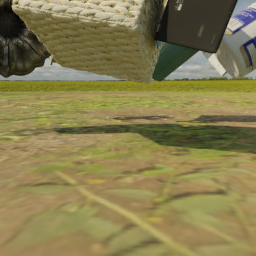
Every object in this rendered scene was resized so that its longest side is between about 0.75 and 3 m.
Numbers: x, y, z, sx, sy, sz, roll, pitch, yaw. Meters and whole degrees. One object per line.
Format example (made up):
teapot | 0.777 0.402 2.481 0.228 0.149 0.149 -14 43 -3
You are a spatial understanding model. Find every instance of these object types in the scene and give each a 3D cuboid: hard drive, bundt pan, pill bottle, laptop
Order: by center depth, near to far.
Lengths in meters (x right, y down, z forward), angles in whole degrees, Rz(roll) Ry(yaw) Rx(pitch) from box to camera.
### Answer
laptop | 1.313 -2.322 5.171 1.979 1.853 1.147 28 14 38
pill bottle | 3.443 -2.458 7.022 2.393 1.432 1.432 -32 6 7
bundt pan | -3.209 -2.796 7.472 2.973 2.973 1.116 -5 15 -27
hard drive | 2.926 -2.291 8.843 0.148 0.745 1.130 3 48 -44

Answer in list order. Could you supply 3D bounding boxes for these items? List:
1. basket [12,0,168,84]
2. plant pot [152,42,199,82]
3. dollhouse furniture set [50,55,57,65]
basket | -0.571 -2.697 6.309 2.814 2.263 2.789 15 -11 13
plant pot | 1.413 -3.179 10.040 2.492 2.545 2.545 -42 -11 25
dollhouse furniture set | -2.083 -2.904 10.162 1.420 1.001 0.995 -3 -9 -21
